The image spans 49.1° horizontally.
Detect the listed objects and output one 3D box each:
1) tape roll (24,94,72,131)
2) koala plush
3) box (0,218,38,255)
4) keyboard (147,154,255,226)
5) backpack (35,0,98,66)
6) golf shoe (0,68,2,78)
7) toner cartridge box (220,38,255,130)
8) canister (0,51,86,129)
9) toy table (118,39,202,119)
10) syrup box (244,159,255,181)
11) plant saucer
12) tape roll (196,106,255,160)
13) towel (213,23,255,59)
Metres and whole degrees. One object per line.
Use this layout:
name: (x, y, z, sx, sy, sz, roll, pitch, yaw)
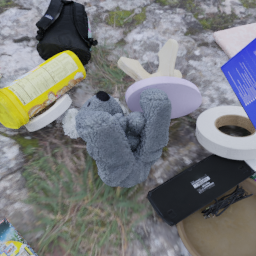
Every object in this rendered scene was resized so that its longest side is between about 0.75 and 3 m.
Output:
tape roll: (-2.458, -0.494, 8.575, 1.594, 0.291, 1.594, -26, 24, 13)
koala plush: (-0.528, 0.005, 7.900, 2.504, 2.595, 2.824, -23, 37, -26)
box: (-3.115, 3.145, 6.194, 1.883, 0.355, 1.286, -40, 97, -24)
keyboard: (2.027, 1.690, 7.372, 2.859, 0.566, 1.488, -26, 53, -16)
backpack: (-2.343, -3.548, 10.381, 2.127, 1.613, 2.549, 9, 57, -22)
golf shoe: (-3.808, -1.420, 7.527, 0.936, 0.770, 2.045, -29, 47, -26)
toner cartridge box: (2.925, -0.627, 5.531, 0.548, 1.206, 2.539, 14, 48, -37)
canister: (-2.835, -1.238, 8.730, 2.695, 1.166, 2.001, -43, 26, -27)
toy table: (0.938, -1.343, 8.658, 2.595, 2.385, 1.520, 15, 48, -43)
syrup box: (3.516, 1.049, 7.909, 0.555, 0.537, 1.363, -24, 59, -17)
plant saucer: (2.527, 2.340, 7.115, 2.693, 0.397, 2.693, 0, 56, 0)
tape roll: (3.144, 0.067, 8.222, 2.260, 0.413, 2.260, -3, 34, 2)
towel: (4.881, -3.097, 10.872, 2.349, 0.396, 2.459, -16, 57, -12)
